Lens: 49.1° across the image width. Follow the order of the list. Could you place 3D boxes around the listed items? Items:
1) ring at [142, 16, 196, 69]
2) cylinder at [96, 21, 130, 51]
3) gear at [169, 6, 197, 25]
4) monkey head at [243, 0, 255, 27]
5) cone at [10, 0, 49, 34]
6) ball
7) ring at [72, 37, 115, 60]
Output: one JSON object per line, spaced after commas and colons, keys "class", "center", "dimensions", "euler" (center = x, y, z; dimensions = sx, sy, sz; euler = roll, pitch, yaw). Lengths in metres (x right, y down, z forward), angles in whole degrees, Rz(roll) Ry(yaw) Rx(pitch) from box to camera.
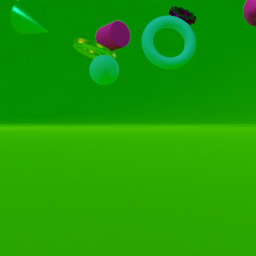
{"class": "ring", "center": [1.301, -2.717, 8.885], "dimensions": [1.750, 1.750, 0.350], "euler": [0, -8, -6]}
{"class": "cylinder", "center": [-0.547, -3.279, 10.089], "dimensions": [0.915, 0.915, 0.915], "euler": [-1, 1, -40]}
{"class": "gear", "center": [2.133, -4.393, 10.927], "dimensions": [1.088, 1.088, 0.201], "euler": [0, -42, -23]}
{"class": "monkey head", "center": [4.109, -3.460, 8.070], "dimensions": [1.413, 1.184, 1.965], "euler": [-26, 16, 23]}
{"class": "cone", "center": [-3.146, -3.657, 9.819], "dimensions": [1.358, 1.353, 1.353], "euler": [39, 21, 26]}
{"class": "ball", "center": [-0.713, -1.733, 8.412], "dimensions": [0.880, 0.880, 0.880], "euler": [0, 1, 0]}
{"class": "ring", "center": [-1.123, -2.530, 9.201], "dimensions": [1.503, 0.301, 1.503], "euler": [21, 0, 0]}
